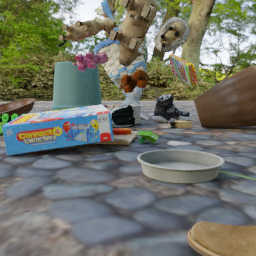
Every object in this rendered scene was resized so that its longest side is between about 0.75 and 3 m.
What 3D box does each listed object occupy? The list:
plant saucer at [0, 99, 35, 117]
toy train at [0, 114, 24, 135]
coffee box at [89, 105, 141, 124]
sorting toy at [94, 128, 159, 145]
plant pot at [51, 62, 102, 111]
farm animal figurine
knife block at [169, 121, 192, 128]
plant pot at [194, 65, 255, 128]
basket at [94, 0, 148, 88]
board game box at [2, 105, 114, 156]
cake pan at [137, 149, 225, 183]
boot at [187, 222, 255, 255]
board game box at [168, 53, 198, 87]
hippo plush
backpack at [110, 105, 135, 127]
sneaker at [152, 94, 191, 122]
[{"bbox_3d":[-5.163,-0.617,11.559,2.768,0.477,2.768,-11,18,3],"label":"plant saucer"},{"bbox_3d":[-3.927,-0.108,8.845,2.391,0.674,0.499,2,-3,23],"label":"toy train"},{"bbox_3d":[-0.573,-0.606,12.313,2.007,0.801,1.134,3,8,25],"label":"coffee box"},{"bbox_3d":[-0.217,0.184,7.821,2.234,0.329,1.651,1,7,12],"label":"sorting toy"},{"bbox_3d":[-2.561,-1.826,14.121,2.860,2.801,2.860,-1,7,0],"label":"plant pot"},{"bbox_3d":[-0.159,-2.613,8.118,2.966,2.934,1.547,43,24,1],"label":"farm animal figurine"},{"bbox_3d":[1.972,-0.119,10.636,0.793,0.254,0.696,4,9,27],"label":"knife block"},{"bbox_3d":[3.778,-0.906,10.523,2.372,2.217,2.217,-16,3,15],"label":"plant pot"},{"bbox_3d":[-0.311,-3.094,10.705,1.947,2.799,2.468,-25,-2,4],"label":"basket"},{"bbox_3d":[-1.643,-0.054,7.071,2.283,0.651,2.331,-8,10,-9],"label":"board game box"},{"bbox_3d":[0.860,0.614,4.666,1.416,0.260,1.416,0,7,0],"label":"cake pan"},{"bbox_3d":[1.143,0.809,2.093,1.386,0.523,0.510,2,9,25],"label":"boot"},{"bbox_3d":[2.116,-2.250,10.835,0.273,0.870,1.821,-25,32,-9],"label":"board game box"},{"bbox_3d":[-0.011,-1.395,14.437,1.822,1.840,2.288,-1,7,-6],"label":"hippo plush"},{"bbox_3d":[-0.334,-0.394,10.930,0.822,0.872,1.069,-5,9,39],"label":"backpack"},{"bbox_3d":[2.130,-0.944,13.154,2.218,1.262,0.837,-5,8,-32],"label":"sneaker"}]
